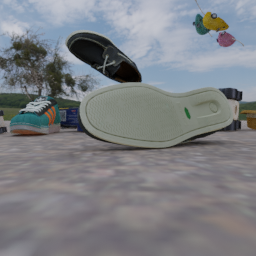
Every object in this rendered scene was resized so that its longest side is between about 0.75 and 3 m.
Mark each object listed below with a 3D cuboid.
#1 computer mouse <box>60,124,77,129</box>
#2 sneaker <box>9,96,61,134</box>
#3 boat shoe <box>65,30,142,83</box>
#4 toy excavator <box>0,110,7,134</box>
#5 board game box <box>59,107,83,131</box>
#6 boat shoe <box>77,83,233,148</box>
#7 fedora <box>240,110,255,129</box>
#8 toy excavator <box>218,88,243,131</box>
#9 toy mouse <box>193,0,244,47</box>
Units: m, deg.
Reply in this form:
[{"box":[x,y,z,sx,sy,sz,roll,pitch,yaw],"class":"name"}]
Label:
[{"box":[-2.321,-0.141,10.432,0.788,0.315,1.437,-2,3,-29],"class":"computer mouse"},{"box":[-2.212,-0.334,6.810,0.840,0.940,2.353,0,2,-1],"class":"sneaker"},{"box":[-0.552,-1.840,7.608,2.457,0.831,0.882,21,-58,-43],"class":"boat shoe"},{"box":[-3.641,-0.077,6.644,1.084,0.557,1.115,0,10,38],"class":"toy excavator"},{"box":[-0.587,-0.250,8.275,2.201,0.679,2.199,1,1,43],"class":"board game box"},{"box":[0.405,-0.095,3.949,2.459,0.883,0.831,-4,-16,-34],"class":"boat shoe"},{"box":[4.277,-0.218,8.931,1.411,0.575,1.411,8,2,0],"class":"fedora"},{"box":[2.044,-0.559,8.601,2.477,1.237,2.409,2,2,31],"class":"toy excavator"},{"box":[3.072,-3.459,10.160,2.301,0.445,2.045,36,6,2],"class":"toy mouse"}]
